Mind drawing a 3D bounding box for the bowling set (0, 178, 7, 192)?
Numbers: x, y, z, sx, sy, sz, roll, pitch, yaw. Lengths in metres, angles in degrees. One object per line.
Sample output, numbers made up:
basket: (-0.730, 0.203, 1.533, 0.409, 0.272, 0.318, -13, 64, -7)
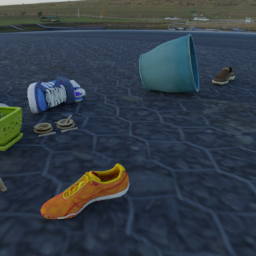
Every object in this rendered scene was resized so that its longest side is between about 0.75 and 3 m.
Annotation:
bowling set: (-3.232, 1.331, 6.256, 0.861, 0.462, 0.599, 15, 46, 27)

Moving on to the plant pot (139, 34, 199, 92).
plant pot: (1.923, -2.823, 13.264, 2.450, 2.608, 2.608, -7, 20, 21)

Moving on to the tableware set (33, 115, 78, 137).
tableware set: (-2.505, -0.118, 9.570, 1.388, 0.278, 0.917, -13, 27, -26)

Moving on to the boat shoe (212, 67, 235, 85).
boat shoe: (5.197, -2.894, 15.230, 0.769, 0.770, 2.082, 17, 29, 33)

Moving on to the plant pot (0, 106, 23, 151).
plant pot: (-3.872, 0.021, 8.314, 1.152, 1.045, 1.146, 5, 25, 11)

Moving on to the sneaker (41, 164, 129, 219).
sneaker: (-0.908, 1.258, 5.800, 1.896, 0.731, 0.692, -23, 29, -16)

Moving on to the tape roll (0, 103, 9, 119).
tape roll: (-4.974, -0.308, 9.615, 1.790, 0.591, 1.790, 0, 23, 0)

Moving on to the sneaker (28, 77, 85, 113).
sneaker: (-2.788, -1.409, 11.442, 2.004, 1.102, 2.736, -5, 19, -2)
